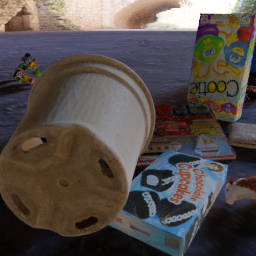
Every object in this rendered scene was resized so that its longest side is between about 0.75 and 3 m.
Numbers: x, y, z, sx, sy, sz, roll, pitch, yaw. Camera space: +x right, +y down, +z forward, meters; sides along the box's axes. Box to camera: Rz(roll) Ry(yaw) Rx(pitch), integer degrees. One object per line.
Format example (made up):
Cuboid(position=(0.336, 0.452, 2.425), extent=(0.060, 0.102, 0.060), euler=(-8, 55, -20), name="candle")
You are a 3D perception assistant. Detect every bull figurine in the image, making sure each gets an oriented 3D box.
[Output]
Cuboid(position=(2.195, 0.992, 4.314), extent=(1.349, 0.439, 0.819), euler=(-9, 26, -17), name="bull figurine")

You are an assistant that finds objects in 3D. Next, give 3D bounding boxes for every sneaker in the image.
Cuboid(position=(3.849, -1.231, 9.493), extent=(1.344, 0.521, 0.753), euler=(5, 22, 11), name="sneaker")

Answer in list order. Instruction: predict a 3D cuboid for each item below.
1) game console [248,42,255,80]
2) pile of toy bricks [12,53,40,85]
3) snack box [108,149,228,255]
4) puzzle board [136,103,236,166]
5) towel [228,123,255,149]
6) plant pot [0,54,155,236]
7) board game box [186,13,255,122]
Cuboid(position=(5.625, -3.009, 12.248), extent=(2.833, 1.676, 2.418), euler=(19, 30, 36), name="game console")
Cuboid(position=(-3.963, -2.286, 11.613), extent=(1.112, 1.250, 2.253), euler=(32, -6, -30), name="pile of toy bricks")
Cuboid(position=(0.695, 0.997, 4.367), extent=(1.167, 0.373, 2.010), euler=(14, 26, 29), name="snack box")
Cuboid(position=(0.921, 0.031, 6.158), extent=(2.385, 0.207, 1.797), euler=(-3, 42, -7), name="puzzle board")
Cuboid(position=(3.105, 0.207, 6.385), extent=(1.557, 0.268, 1.032), euler=(7, 23, 18), name="towel")
Cuboid(position=(-0.656, 0.245, 3.886), extent=(2.179, 2.179, 1.995), euler=(1, 24, 2), name="plant pot")
Cuboid(position=(2.455, -1.552, 7.361), extent=(1.328, 2.532, 1.304), euler=(12, 13, 26), name="board game box")
